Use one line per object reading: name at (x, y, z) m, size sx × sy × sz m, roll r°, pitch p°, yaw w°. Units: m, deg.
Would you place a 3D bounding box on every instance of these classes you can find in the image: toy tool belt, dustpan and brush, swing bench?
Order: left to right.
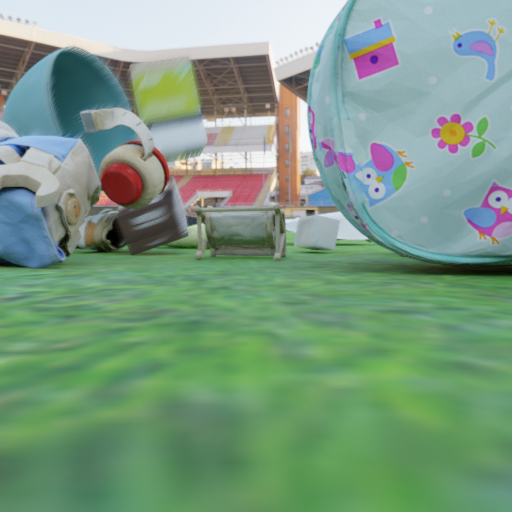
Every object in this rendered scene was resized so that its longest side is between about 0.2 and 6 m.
toy tool belt at (-2.370, -0.486, 5.499) m, size 2.708 × 1.691 × 1.664 m, roll 0°, pitch 30°, yaw 18°
swing bench at (-0.170, -0.295, 7.207) m, size 1.055 × 0.688 × 1.061 m, roll 0°, pitch 3°, yaw 7°
dustpan and brush at (2.236, -0.573, 12.954) m, size 3.253 × 0.931 × 2.270 m, roll -6°, pitch 4°, yaw 11°

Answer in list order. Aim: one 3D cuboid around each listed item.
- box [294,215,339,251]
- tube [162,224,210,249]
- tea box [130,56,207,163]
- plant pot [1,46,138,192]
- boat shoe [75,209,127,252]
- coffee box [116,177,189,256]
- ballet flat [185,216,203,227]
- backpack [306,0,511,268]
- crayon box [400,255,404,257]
box at (0.953, -0.356, 8.919) m, size 0.422 × 0.495 × 0.774 m, roll 11°, pitch -1°, yaw -15°
tube at (-1.127, -0.372, 10.675) m, size 2.188 × 0.568 × 0.635 m, roll -4°, pitch -38°, yaw 33°
tea box at (-1.454, -2.353, 9.283) m, size 0.957 × 1.409 × 1.432 m, roll -12°, pitch 3°, yaw -9°
plant pot at (-2.804, -1.774, 8.015) m, size 1.341 × 1.992 × 1.992 m, roll -12°, pitch -1°, yaw 19°
boat shoe at (-2.425, -0.381, 9.404) m, size 0.679 × 0.742 × 1.985 m, roll 7°, pitch 10°, yaw 10°
coffee box at (-1.570, -0.660, 8.558) m, size 0.888 × 0.627 × 1.571 m, roll -19°, pitch 22°, yaw -4°
ballet flat at (-1.318, -0.474, 12.919) m, size 2.663 × 0.756 × 0.885 m, roll -3°, pitch 45°, yaw -26°
backpack at (2.784, -1.547, 5.025) m, size 4.593 × 3.832 × 2.907 m, roll -5°, pitch 6°, yaw 16°
crayon box at (3.195, -0.340, 7.999) m, size 2.319 × 0.676 × 1.378 m, roll 1°, pitch 3°, yaw 10°
